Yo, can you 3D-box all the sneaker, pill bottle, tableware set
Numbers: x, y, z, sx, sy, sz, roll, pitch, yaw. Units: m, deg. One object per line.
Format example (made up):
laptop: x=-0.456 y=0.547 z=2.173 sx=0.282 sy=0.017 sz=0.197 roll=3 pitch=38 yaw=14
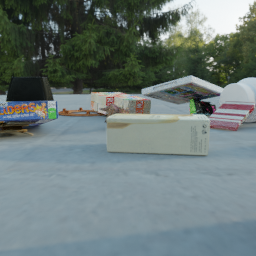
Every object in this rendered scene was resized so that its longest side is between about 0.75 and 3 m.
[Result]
sneaker: x=3.083 y=-0.803 z=11.427 sx=0.931 sy=0.853 sz=2.222 roll=0 pitch=9 yaw=28
pill bottle: x=4.798 y=-1.049 z=10.417 sx=2.720 sy=1.628 sz=1.628 roll=-5 pitch=10 yaw=-30
tableware set: x=-3.420 y=0.088 z=7.075 sx=1.250 sy=0.379 sz=1.891 roll=-6 pitch=-2 yaw=42

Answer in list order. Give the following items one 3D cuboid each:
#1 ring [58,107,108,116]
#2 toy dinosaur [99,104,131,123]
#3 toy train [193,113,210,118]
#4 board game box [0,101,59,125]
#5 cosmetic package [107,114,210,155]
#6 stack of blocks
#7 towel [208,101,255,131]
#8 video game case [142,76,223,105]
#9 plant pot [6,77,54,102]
ring: x=-2.092 y=-0.801 z=13.423 sx=2.479 sy=0.238 sz=2.479 roll=0 pitch=9 yaw=0
toy dinosaur: x=-0.343 y=-0.459 z=8.493 sx=0.517 sy=0.816 sz=1.204 roll=-22 pitch=50 yaw=-40
toy train: x=2.633 y=-0.307 z=9.853 sx=0.870 sy=0.371 sz=0.496 roll=0 pitch=21 yaw=-12
board game box: x=-3.209 y=-0.347 z=7.973 sx=1.872 sy=0.477 sz=2.766 roll=-3 pitch=-1 yaw=-27
cosmetic package: x=0.618 y=0.091 z=5.810 sx=1.984 sy=0.705 sz=1.044 roll=1 pitch=8 yaw=8
stack of blocks: x=-0.395 y=-1.032 z=12.310 sx=1.532 sy=0.779 sz=2.660 roll=-5 pitch=15 yaw=-32
towel: x=3.240 y=-0.413 z=8.907 sx=1.109 sy=0.175 sz=1.540 roll=10 pitch=39 yaw=45
video game case: x=2.209 y=-1.416 z=11.063 sx=2.517 sy=0.298 sz=2.291 roll=8 pitch=-12 yaw=-44
plant pot: x=-4.524 y=-1.496 z=13.055 sx=1.964 sy=1.747 sz=1.969 roll=-1 pitch=9 yaw=-6
